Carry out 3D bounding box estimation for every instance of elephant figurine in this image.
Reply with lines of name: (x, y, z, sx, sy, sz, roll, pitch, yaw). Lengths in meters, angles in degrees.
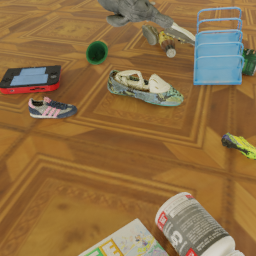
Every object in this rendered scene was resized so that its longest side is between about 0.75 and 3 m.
elephant figurine: (0.021, -4.007, 8.970, 1.855, 1.692, 2.391, -30, 54, 5)

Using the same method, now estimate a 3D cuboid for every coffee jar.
coffee jar: (4.333, -2.919, 11.668, 2.115, 0.902, 1.103, 20, 43, 23)

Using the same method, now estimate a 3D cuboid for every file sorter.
file sorter: (3.396, -3.086, 10.523, 1.733, 1.533, 2.498, 2, 63, 14)

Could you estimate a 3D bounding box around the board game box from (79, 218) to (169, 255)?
board game box: (-0.365, 2.919, 4.689, 2.640, 0.452, 1.775, -24, 45, -27)

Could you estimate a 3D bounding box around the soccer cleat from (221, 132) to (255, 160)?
soccer cleat: (3.208, 0.465, 7.797, 1.201, 0.388, 0.503, 28, 61, 34)

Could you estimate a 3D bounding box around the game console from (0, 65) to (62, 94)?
game console: (-3.753, -1.972, 10.941, 2.205, 0.342, 1.950, -4, 39, -6)

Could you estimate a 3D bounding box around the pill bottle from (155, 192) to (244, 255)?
pill bottle: (1.362, 2.125, 5.292, 0.955, 0.955, 1.676, -21, 43, -24)

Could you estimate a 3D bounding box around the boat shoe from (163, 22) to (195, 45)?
boat shoe: (2.556, -4.424, 13.426, 1.978, 0.591, 0.707, 17, 38, -32)

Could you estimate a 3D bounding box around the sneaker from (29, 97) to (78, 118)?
sneaker: (-2.445, -0.690, 9.081, 1.558, 0.639, 0.546, -4, 39, -5)

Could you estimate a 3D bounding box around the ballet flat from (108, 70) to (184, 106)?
ballet flat: (0.572, -1.480, 9.823, 2.839, 1.054, 1.054, 11, 40, 14)

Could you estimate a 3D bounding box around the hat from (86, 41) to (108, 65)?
hat: (-1.234, -3.279, 12.726, 1.046, 1.111, 1.262, 0, 80, 15)

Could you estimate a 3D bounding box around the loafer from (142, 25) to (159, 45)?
loafer: (1.234, -4.803, 14.126, 0.694, 0.749, 1.991, -15, 40, -4)

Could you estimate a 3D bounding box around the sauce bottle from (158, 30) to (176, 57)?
sauce bottle: (1.871, -3.965, 13.186, 0.680, 0.680, 2.101, -3, 40, -4)
